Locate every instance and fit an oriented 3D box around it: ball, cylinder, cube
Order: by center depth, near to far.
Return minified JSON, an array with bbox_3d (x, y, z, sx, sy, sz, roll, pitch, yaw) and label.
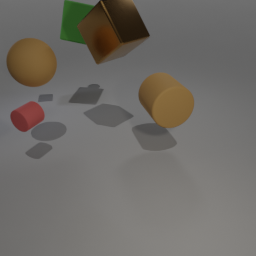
[{"bbox_3d":[-2.807,-1.907,8.212,1.400,1.400,1.400,0,29,0],"label":"ball"},{"bbox_3d":[-2.967,-0.345,8.294,0.700,0.700,0.700,14,34,23],"label":"cylinder"},{"bbox_3d":[-0.455,-3.055,8.834,1.400,1.400,1.400,-31,5,-42],"label":"cube"},{"bbox_3d":[1.199,-0.919,9.058,1.400,1.400,1.400,-8,31,-14],"label":"cylinder"},{"bbox_3d":[-1.705,-4.031,10.935,1.400,1.400,1.400,12,17,1],"label":"cube"}]
